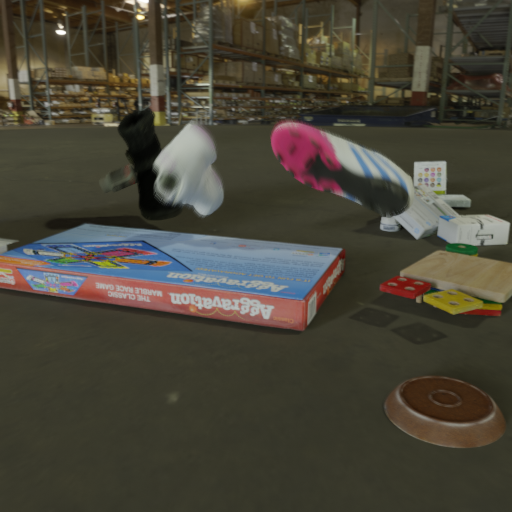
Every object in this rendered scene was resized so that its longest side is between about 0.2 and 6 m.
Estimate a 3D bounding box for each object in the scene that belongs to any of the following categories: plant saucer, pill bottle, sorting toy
[{"bbox_3d":[1.887,1.502,5.633,1.160,0.200,1.160,-1,16,0],"label":"plant saucer"},{"bbox_3d":[-3.285,-1.809,13.349,0.828,0.458,0.458,-22,17,3],"label":"pill bottle"},{"bbox_3d":[3.128,0.470,8.458,1.516,0.532,3.145,13,20,36],"label":"sorting toy"}]

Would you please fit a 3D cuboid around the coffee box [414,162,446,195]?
[{"bbox_3d":[5.070,-2.202,16.308,0.878,0.870,0.880,2,-7,19],"label":"coffee box"}]

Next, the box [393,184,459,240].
[{"bbox_3d":[3.765,-1.042,12.804,1.651,0.340,1.287,-15,55,-42],"label":"box"}]

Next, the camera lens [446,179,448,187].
[{"bbox_3d":[5.695,-2.323,17.767,0.529,0.529,0.661,-5,17,-17],"label":"camera lens"}]

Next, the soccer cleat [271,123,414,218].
[{"bbox_3d":[1.497,-1.525,9.622,2.601,0.908,1.123,30,36,5],"label":"soccer cleat"}]

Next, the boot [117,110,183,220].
[{"bbox_3d":[-2.417,-2.063,12.608,0.944,1.876,2.510,-16,36,-12],"label":"boot"}]

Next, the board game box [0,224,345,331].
[{"bbox_3d":[-1.422,0.183,9.433,5.361,0.521,2.760,6,16,19],"label":"board game box"}]

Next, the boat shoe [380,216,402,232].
[{"bbox_3d":[3.298,-1.148,13.462,0.646,0.745,1.748,7,19,21],"label":"boat shoe"}]

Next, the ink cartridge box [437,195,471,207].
[{"bbox_3d":[5.263,-1.533,15.579,1.163,0.252,1.142,1,13,11],"label":"ink cartridge box"}]

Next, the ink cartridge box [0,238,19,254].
[{"bbox_3d":[-5.010,0.082,9.624,1.433,0.601,1.258,7,18,22],"label":"ink cartridge box"}]

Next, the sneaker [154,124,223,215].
[{"bbox_3d":[-1.198,-1.263,9.458,1.116,2.241,0.839,-43,70,-15],"label":"sneaker"}]

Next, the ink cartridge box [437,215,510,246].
[{"bbox_3d":[4.615,-0.553,11.929,1.176,0.496,0.858,-3,17,-9],"label":"ink cartridge box"}]
